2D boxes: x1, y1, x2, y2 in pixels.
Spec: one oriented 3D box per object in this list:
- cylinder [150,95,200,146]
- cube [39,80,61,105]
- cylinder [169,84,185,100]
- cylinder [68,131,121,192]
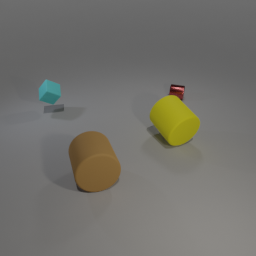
[{"bbox_3d":[1.748,-0.288,10.601,1.400,1.400,1.400,-15,48,-24],"label":"cylinder"},{"bbox_3d":[-3.456,-1.575,12.372,0.700,0.700,0.700,17,48,-39],"label":"cube"},{"bbox_3d":[2.483,-1.827,14.175,0.700,0.700,0.700,10,32,13],"label":"cylinder"},{"bbox_3d":[-1.074,1.023,8.779,1.400,1.400,1.400,-9,32,-15],"label":"cylinder"}]
